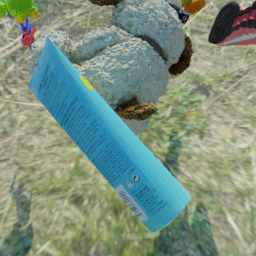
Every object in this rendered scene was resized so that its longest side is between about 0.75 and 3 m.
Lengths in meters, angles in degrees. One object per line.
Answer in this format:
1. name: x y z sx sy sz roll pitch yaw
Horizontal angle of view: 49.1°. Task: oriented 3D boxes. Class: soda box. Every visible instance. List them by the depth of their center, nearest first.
1. soda box: 1.034 -2.636 6.320 0.280 0.251 0.791 -3 41 -39

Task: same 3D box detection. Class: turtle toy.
1. turtle toy: -2.840 -3.048 6.903 0.618 0.890 1.222 8 36 33

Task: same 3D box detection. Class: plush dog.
1. plush dog: 0.079 -1.353 5.260 2.391 2.980 2.559 9 70 56

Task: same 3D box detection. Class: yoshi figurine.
1. yoshi figurine: 0.809 -3.738 6.704 2.562 1.435 1.440 53 55 -20

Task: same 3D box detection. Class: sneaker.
1. sneaker: 2.539 -1.906 5.511 1.088 2.508 0.924 21 95 -20

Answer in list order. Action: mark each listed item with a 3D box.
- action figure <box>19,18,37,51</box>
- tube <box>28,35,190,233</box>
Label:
1. action figure: -2.710 -2.615 7.540 0.439 0.347 1.341 -22 69 13
2. tube: -0.342 0.113 3.546 2.597 1.006 0.654 48 41 4
